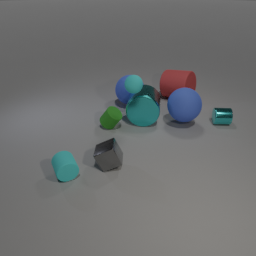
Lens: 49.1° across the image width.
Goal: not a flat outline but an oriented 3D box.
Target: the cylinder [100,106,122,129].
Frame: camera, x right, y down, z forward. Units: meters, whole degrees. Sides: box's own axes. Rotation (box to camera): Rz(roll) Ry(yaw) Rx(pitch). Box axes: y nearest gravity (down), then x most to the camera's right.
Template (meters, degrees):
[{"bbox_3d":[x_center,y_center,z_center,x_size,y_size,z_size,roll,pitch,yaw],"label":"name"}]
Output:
[{"bbox_3d":[-0.697,-0.414,11.420,0.700,0.700,0.700,23,43,-23],"label":"cylinder"}]

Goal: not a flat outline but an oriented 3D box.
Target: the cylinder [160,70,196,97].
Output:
[{"bbox_3d":[2.527,-2.205,14.134,1.400,1.400,1.400,12,30,34],"label":"cylinder"}]

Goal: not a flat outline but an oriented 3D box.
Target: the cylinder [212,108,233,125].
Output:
[{"bbox_3d":[3.979,-0.503,11.844,0.700,0.700,0.700,2,28,4],"label":"cylinder"}]

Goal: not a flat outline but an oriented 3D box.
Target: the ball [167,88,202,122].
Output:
[{"bbox_3d":[2.312,-0.946,11.474,1.400,1.400,1.400,0,28,0],"label":"ball"}]

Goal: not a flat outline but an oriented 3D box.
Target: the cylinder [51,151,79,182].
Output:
[{"bbox_3d":[-1.948,1.178,8.672,0.700,0.700,0.700,-13,36,-23],"label":"cylinder"}]

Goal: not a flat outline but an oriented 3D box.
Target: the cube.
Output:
[{"bbox_3d":[-0.625,0.869,9.091,0.700,0.700,0.700,-22,25,13],"label":"cube"}]

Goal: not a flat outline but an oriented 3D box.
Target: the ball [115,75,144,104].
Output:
[{"bbox_3d":[0.096,-1.810,13.292,1.400,1.400,1.400,0,28,0],"label":"ball"}]

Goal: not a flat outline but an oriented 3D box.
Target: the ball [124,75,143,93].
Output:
[{"bbox_3d":[0.217,-1.663,10.631,0.700,0.700,0.700,0,28,0],"label":"ball"}]

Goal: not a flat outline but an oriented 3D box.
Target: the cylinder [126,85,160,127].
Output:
[{"bbox_3d":[0.675,-0.980,11.998,1.400,1.400,1.400,3,28,6],"label":"cylinder"}]
